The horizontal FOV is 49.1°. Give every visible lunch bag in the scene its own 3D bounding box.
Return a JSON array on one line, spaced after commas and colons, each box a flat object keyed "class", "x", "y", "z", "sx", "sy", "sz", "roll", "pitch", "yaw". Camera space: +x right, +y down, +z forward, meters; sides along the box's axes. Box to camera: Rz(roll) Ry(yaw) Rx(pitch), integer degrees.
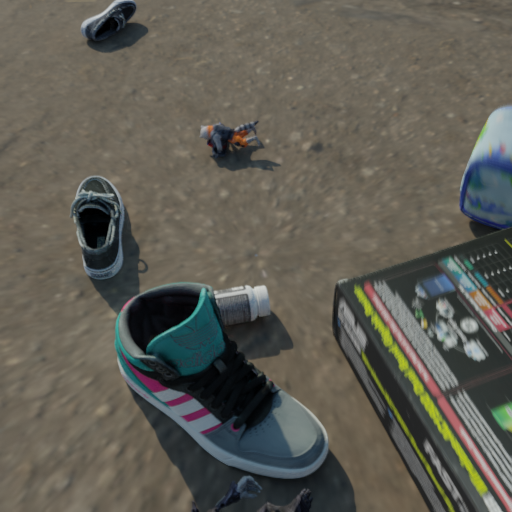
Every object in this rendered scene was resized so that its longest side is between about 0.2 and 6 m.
[{"class": "lunch bag", "x": 4.171, "y": -0.811, "z": 7.458, "sx": 2.705, "sy": 2.174, "sz": 1.115, "roll": 22, "pitch": 82, "yaw": 16}]

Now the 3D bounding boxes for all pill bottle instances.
[{"class": "pill bottle", "x": -0.254, "y": 0.640, "z": 7.207, "sx": 0.816, "sy": 0.461, "sz": 0.461, "roll": -9, "pitch": 48, "yaw": -7}]

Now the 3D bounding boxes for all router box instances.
[{"class": "router box", "x": 2.750, "y": 1.443, "z": 5.922, "sx": 2.674, "sy": 1.108, "sz": 3.568, "roll": -16, "pitch": 48, "yaw": -11}]

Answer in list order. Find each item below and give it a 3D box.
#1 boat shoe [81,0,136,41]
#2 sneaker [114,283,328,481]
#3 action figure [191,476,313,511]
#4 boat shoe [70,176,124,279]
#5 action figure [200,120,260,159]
[{"class": "boat shoe", "x": -3.209, "y": -5.310, "z": 12.651, "sx": 0.520, "sy": 0.551, "sz": 1.535, "roll": 31, "pitch": 57, "yaw": 26}, {"class": "sneaker", "x": -0.442, "y": 1.169, "z": 5.880, "sx": 2.745, "sy": 1.658, "sz": 1.148, "roll": 25, "pitch": 54, "yaw": 20}, {"class": "action figure", "x": -0.076, "y": 2.571, "z": 5.228, "sx": 1.388, "sy": 0.825, "sz": 0.708, "roll": -18, "pitch": -5, "yaw": 29}, {"class": "boat shoe", "x": -2.361, "y": -0.615, "z": 8.205, "sx": 0.751, "sy": 0.694, "sz": 2.033, "roll": -6, "pitch": 48, "yaw": -6}, {"class": "action figure", "x": -0.481, "y": -2.177, "z": 9.769, "sx": 1.012, "sy": 0.547, "sz": 1.046, "roll": -1, "pitch": 45, "yaw": -7}]
